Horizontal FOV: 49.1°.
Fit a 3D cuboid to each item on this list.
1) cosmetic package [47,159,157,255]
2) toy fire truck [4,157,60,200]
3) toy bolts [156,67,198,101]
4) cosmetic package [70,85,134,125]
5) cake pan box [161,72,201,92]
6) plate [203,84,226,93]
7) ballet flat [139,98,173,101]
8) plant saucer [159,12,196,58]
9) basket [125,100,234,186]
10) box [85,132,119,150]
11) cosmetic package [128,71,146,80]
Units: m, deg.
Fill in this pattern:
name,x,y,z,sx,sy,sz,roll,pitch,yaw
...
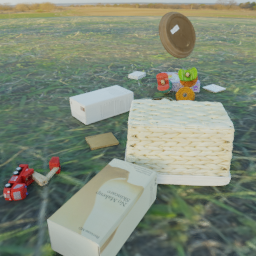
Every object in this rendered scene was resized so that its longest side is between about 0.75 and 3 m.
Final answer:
name,x,y,z,sx,sy,sz,roll,pitch,yaw
cosmetic package,-0.397,1.642,5.774,1.213,0.819,2.306,14,30,25
toy fire truck,-2.350,1.250,7.052,1.026,0.355,1.455,1,27,2
toy bolts,2.170,-1.719,12.360,1.792,1.712,1.243,-1,-10,15
cosmetic package,-0.973,-0.939,10.838,2.255,0.835,1.146,-21,33,-32
cake pan box,2.568,-2.280,13.802,1.926,0.504,1.774,4,30,7
plate,4.113,-1.865,13.375,0.801,0.130,0.803,-17,32,-31
ballet flat,1.019,-0.986,11.095,1.665,0.561,0.530,-6,-8,-16
plant saucer,1.927,-3.531,10.547,1.792,1.792,0.264,-18,5,-31
basket,1.282,0.294,7.460,2.730,1.684,1.851,3,28,3
box,-0.838,0.409,8.978,0.902,0.096,0.737,-11,29,-20
cosmetic package,0.499,-2.862,15.230,0.617,0.212,0.819,19,33,29
